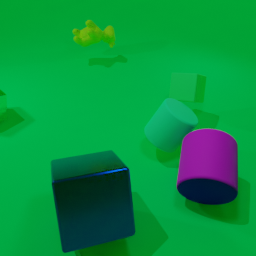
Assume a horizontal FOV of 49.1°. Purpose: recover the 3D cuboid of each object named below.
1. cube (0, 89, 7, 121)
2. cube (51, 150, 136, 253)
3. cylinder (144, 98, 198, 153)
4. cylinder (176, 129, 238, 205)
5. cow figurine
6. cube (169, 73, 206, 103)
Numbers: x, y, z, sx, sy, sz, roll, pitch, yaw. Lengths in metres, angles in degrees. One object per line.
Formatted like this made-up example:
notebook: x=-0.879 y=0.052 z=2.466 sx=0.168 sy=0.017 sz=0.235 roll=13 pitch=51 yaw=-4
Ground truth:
cube: x=-4.522 y=-0.759 z=8.922 sx=0.941 sy=0.941 sz=0.941 roll=33 pitch=34 yaw=34
cube: x=-0.748 y=1.362 z=5.633 sx=1.384 sy=1.384 sz=1.384 roll=-9 pitch=12 yaw=-15
cylinder: x=1.133 y=-0.068 z=7.434 sx=1.051 sy=1.051 sz=1.051 roll=25 pitch=32 yaw=-16
cylinder: x=1.838 y=0.899 z=6.444 sx=1.294 sy=1.294 sz=1.294 roll=8 pitch=53 yaw=11
cow figurine: x=-1.400 y=-3.985 z=12.276 sx=1.630 sy=1.604 sz=0.895 roll=-20 pitch=68 yaw=24
cube: x=1.846 y=-1.238 z=8.643 sx=0.833 sy=0.833 sz=0.833 roll=10 pitch=9 yaw=33
